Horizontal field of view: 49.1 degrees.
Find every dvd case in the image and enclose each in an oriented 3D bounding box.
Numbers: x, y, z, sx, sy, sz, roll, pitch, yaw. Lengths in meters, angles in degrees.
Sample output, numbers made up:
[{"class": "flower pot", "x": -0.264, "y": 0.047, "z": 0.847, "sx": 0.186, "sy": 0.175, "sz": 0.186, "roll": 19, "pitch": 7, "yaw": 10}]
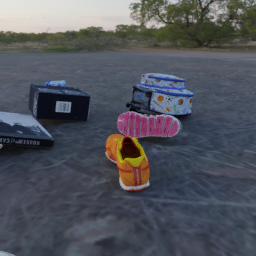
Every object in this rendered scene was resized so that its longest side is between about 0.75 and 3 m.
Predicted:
[{"class": "dvd case", "x": -3.719, "y": -0.044, "z": 8.683, "sx": 2.101, "sy": 0.346, "sz": 2.795, "roll": 7, "pitch": 12, "yaw": -34}]

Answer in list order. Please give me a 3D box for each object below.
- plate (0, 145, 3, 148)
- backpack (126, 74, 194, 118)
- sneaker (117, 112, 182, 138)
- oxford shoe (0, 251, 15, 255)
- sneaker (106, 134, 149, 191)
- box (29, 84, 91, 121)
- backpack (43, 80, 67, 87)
[{"class": "plate", "x": -4.653, "y": 0.407, "z": 8.160, "sx": 1.952, "sy": 0.316, "sz": 1.956, "roll": -4, "pitch": 18, "yaw": -21}, {"class": "backpack", "x": 1.482, "y": -1.239, "z": 11.087, "sx": 2.208, "sy": 1.786, "sz": 2.318, "roll": 25, "pitch": 26, "yaw": 30}, {"class": "sneaker", "x": 0.714, "y": -0.063, "z": 8.882, "sx": 2.253, "sy": 0.831, "sz": 0.986, "roll": 3, "pitch": -2, "yaw": 33}, {"class": "oxford shoe", "x": -2.065, "y": 1.893, "z": 3.917, "sx": 1.269, "sy": 0.477, "sz": 0.366, "roll": -1, "pitch": -24, "yaw": 20}, {"class": "sneaker", "x": 0.007, "y": 0.547, "z": 6.863, "sx": 0.929, "sy": 0.982, "sz": 2.546, "roll": -7, "pitch": 18, "yaw": -15}, {"class": "box", "x": -2.676, "y": -0.998, "z": 10.816, "sx": 1.965, "sy": 1.023, "sz": 1.789, "roll": 2, "pitch": 17, "yaw": -28}, {"class": "backpack", "x": -3.693, "y": -1.649, "z": 13.168, "sx": 1.537, "sy": 1.034, "sz": 1.403, "roll": -1, "pitch": 20, "yaw": 0}]
